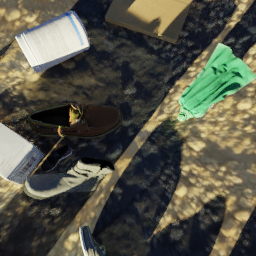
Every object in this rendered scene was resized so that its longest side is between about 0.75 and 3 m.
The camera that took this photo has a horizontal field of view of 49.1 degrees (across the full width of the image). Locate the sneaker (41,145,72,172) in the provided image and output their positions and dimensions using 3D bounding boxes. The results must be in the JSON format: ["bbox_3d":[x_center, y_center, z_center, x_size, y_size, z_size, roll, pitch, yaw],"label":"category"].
[{"bbox_3d":[-2.129,0.833,8.145,1.036,0.453,0.392,-41,76,-12],"label":"sneaker"}]

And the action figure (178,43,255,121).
[{"bbox_3d":[2.486,-1.189,8.697,2.651,0.725,1.566,-44,78,-6],"label":"action figure"}]

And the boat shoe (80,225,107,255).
[{"bbox_3d":[-0.776,3.350,7.216,0.540,0.645,1.805,-20,79,-6],"label":"boat shoe"}]

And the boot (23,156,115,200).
[{"bbox_3d":[-1.449,1.151,7.098,2.070,1.352,0.701,10,41,-39],"label":"boot"}]

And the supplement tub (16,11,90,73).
[{"bbox_3d":[-2.340,-2.731,8.911,1.975,1.303,1.303,-28,74,-10],"label":"supplement tub"}]

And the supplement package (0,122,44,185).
[{"bbox_3d":[-3.575,0.554,7.881,1.938,1.137,1.133,32,74,10],"label":"supplement package"}]

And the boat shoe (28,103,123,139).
[{"bbox_3d":[-1.514,-0.230,8.247,2.755,0.937,0.991,-9,72,-3],"label":"boat shoe"}]

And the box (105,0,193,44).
[{"bbox_3d":[0.793,-4.303,9.974,2.670,0.284,2.183,20,73,6],"label":"box"}]
